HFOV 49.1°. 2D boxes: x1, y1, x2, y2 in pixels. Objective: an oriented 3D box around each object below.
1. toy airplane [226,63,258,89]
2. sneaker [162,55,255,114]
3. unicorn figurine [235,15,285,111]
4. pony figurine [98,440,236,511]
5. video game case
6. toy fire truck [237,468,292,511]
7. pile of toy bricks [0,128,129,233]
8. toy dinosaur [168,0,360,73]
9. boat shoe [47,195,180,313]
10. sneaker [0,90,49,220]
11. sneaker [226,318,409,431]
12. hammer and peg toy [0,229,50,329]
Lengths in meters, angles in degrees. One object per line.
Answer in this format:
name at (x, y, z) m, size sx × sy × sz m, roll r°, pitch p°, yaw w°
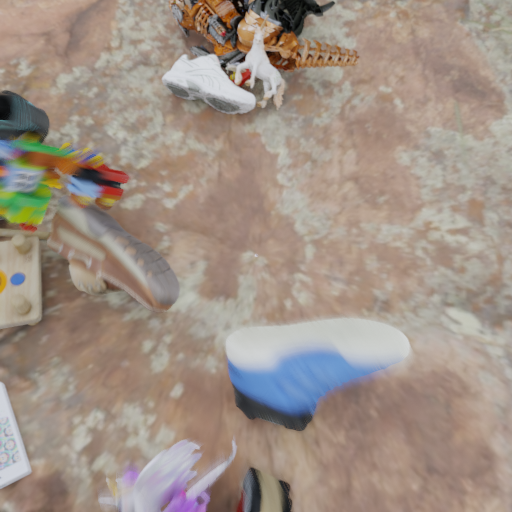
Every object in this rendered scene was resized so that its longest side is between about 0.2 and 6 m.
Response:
toy airplane at (-0.296, -3.988, 12.168) m, size 0.794 × 0.797 × 0.562 m, roll -21°, pitch 75°, yaw -13°
sneaker at (-0.908, -3.748, 11.869) m, size 2.123 × 0.827 × 1.055 m, roll 23°, pitch 83°, yaw 11°
unicorn figurine at (0.092, -3.915, 11.660) m, size 0.633 × 1.714 × 1.177 m, roll 15°, pitch 72°, yaw 31°
pony figurine at (-1.084, 3.472, 7.409) m, size 2.009 × 1.733 × 2.081 m, roll -37°, pitch 54°, yaw 7°
video game case at (-4.352, 2.921, 8.534) m, size 1.418 × 0.184 × 1.557 m, roll -25°, pitch 63°, yaw -14°
toy fire truck at (0.036, 3.802, 7.637) m, size 0.837 × 1.145 × 1.301 m, roll 25°, pitch 94°, yaw -4°
pile of toy bricks at (-3.746, -1.126, 9.365) m, size 1.695 × 3.055 × 1.508 m, roll 37°, pitch 109°, yaw 33°
toy dinosaur at (0.212, -5.167, 12.534) m, size 4.387 × 2.241 × 2.978 m, roll 34°, pitch 79°, yaw -2°
boat shoe at (-2.493, 0.133, 9.477) m, size 3.198 × 1.211 × 1.148 m, roll 36°, pitch 97°, yaw 37°
sneaker at (-4.743, -1.879, 10.427) m, size 0.964 × 1.014 × 2.557 m, roll 1°, pitch 67°, yaw 17°
sneaker at (0.935, 1.838, 8.464) m, size 2.678 × 1.490 × 1.028 m, roll -4°, pitch 18°, yaw 1°
hammer and peg toy at (-4.551, 0.193, 9.732) m, size 1.728 × 0.828 × 2.349 m, roll -9°, pitch 60°, yaw -5°
